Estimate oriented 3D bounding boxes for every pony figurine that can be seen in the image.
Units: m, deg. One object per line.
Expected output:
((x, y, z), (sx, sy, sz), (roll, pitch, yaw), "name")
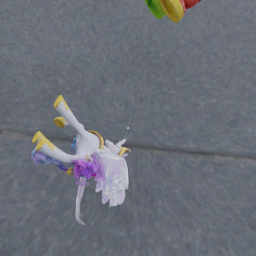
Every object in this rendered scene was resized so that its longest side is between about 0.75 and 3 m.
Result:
((-0.741, 0.569, 4.965), (1.863, 1.551, 1.798), (34, 46, -27), "pony figurine")

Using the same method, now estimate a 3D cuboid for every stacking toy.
((0.836, -3.628, 6.806), (0.836, 1.980, 1.792), (-36, 20, 1), "stacking toy")
